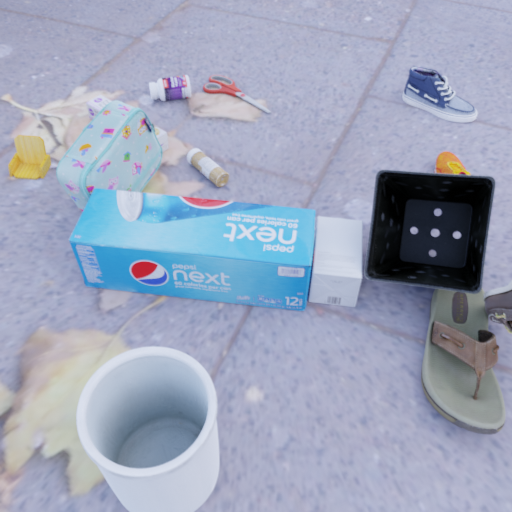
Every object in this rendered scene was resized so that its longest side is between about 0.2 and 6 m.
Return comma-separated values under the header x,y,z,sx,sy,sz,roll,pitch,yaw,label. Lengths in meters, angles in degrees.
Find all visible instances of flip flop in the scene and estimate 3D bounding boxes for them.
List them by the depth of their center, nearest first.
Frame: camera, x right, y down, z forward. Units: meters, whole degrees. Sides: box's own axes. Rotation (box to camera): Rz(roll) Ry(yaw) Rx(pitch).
x,y,z,sx,sy,sz,roll,pitch,yaw,label
3.478,1.422,9.255,1.269,0.901,3.129,12,48,7,flip flop

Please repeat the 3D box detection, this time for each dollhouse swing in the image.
x,y,z,sx,sy,sz,roll,pitch,yaw,label
-5.159,-2.223,12.629,0.798,0.701,0.725,5,48,3,dollhouse swing

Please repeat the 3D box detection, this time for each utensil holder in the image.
x,y,z,sx,sy,sz,roll,pitch,yaw,label
-1.343,2.494,7.580,1.718,2.022,1.718,0,48,0,utensil holder

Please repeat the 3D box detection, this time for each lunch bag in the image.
x,y,z,sx,sy,sz,roll,pitch,yaw,label
-2.863,-1.886,11.514,0.887,1.845,2.301,20,64,24,lunch bag

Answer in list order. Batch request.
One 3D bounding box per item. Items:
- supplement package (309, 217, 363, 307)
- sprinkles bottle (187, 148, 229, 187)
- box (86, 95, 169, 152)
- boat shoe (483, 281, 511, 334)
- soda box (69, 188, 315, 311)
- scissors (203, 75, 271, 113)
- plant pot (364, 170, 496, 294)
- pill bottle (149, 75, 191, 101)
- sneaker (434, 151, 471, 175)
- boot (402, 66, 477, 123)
x,y,z,sx,sy,sz,roll,pitch,yaw,label
1.496,0.091,10.461,0.883,0.872,1.457,6,49,6,supplement package
-1.091,-1.993,12.623,0.390,0.390,1.143,-32,56,-25,sprinkles bottle
-3.144,-3.176,13.609,2.465,0.477,0.511,33,56,26,box
4.140,0.859,8.692,0.888,2.472,0.736,4,76,6,boat shoe
-1.081,-0.138,10.349,4.220,1.354,1.431,6,49,5,soda box
-0.408,-4.325,14.838,2.258,0.157,0.826,24,51,21,scissors
3.149,-0.439,10.011,1.906,1.902,1.691,7,4,23,plant pot
-2.245,-4.353,14.592,1.030,0.574,0.574,-11,49,-10,pill bottle
4.378,-1.678,12.101,0.725,0.766,1.985,0,47,-1,sneaker
4.677,-4.082,14.134,1.974,0.892,0.718,25,53,20,boot
